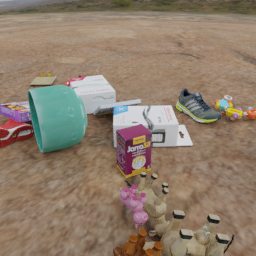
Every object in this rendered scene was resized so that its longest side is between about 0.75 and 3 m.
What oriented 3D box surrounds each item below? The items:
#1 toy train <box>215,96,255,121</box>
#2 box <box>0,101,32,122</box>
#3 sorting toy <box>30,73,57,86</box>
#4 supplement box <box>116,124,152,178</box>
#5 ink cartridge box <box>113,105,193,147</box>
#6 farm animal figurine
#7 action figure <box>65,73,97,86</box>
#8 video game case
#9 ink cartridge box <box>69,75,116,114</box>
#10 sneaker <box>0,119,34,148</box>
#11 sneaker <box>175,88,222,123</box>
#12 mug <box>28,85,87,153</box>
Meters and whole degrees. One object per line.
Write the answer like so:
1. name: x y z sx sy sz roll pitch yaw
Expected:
1. toy train: 4.702 -0.732 12.149 1.483 0.549 1.974 -16 36 -29
2. box: -4.095 -0.768 11.760 1.462 0.418 2.137 18 19 28
3. sorting toy: -4.794 -2.776 16.151 1.302 0.234 1.748 -4 29 2
4. supplement box: 0.183 0.699 8.612 0.916 1.399 0.722 -14 31 -22
5. ink cartridge box: 0.894 -0.103 10.502 2.867 0.972 1.663 -1 29 -2
6. farm animal figurine: 0.848 2.326 5.918 2.602 1.372 2.631 17 24 6
7. action figure: -2.541 -2.647 15.618 2.180 0.564 0.713 -24 40 -32
8. video game case: -0.498 -0.864 11.819 1.723 0.190 1.568 -11 -4 -17
9. ink cartridge box: -1.714 -1.597 13.160 1.740 0.999 2.395 -9 30 -16
10. sneaker: -4.652 0.169 10.453 1.979 0.775 1.143 -6 19 -36
11. sneaker: 2.989 -0.967 12.046 0.896 0.981 2.425 -19 34 -31
12. mug: -2.490 -0.472 9.900 1.649 2.191 2.666 -13 32 -23
